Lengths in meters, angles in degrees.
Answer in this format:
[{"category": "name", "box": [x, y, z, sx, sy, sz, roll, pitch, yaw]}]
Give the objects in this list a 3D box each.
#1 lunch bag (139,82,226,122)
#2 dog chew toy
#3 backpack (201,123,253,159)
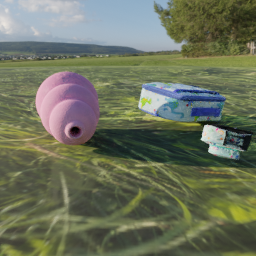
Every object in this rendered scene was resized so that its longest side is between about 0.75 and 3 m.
[{"category": "lunch bag", "box": [1.856, -0.858, 9.336, 2.582, 1.065, 2.076, -3, 20, -38]}, {"category": "dog chew toy", "box": [-1.546, -0.457, 7.500, 1.774, 1.774, 2.850, -4, 25, -16]}, {"category": "backpack", "box": [2.001, 0.257, 5.841, 0.934, 0.703, 0.829, 20, 4, 17]}]
